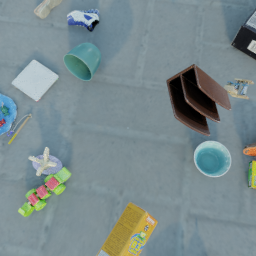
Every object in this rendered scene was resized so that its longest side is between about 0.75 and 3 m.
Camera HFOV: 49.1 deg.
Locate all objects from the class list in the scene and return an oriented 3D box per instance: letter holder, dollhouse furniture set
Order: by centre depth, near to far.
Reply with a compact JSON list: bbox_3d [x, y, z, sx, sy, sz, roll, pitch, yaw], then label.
[{"bbox_3d":[2.228,-0.715,8.408,1.008,2.004,1.424,-28,55,36],"label":"letter holder"},{"bbox_3d":[3.753,-1.407,9.463,0.605,0.863,0.608,18,91,42],"label":"dollhouse furniture set"}]

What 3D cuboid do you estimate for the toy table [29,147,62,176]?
[{"bbox_3d":[-3.096,1.308,10.505,1.147,0.672,1.055,2,71,2],"label":"toy table"}]

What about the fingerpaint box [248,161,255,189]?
[{"bbox_3d":[4.989,1.809,10.484,0.837,0.368,1.004,9,72,4],"label":"fingerpaint box"}]

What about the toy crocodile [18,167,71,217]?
[{"bbox_3d":[-3.004,2.289,10.155,2.198,0.679,0.742,-40,75,-13],"label":"toy crocodile"}]

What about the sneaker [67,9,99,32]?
[{"bbox_3d":[-1.965,-4.816,12.661,1.519,0.614,0.877,-13,69,-6],"label":"sneaker"}]

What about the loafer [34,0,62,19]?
[{"bbox_3d":[-3.686,-5.901,13.064,0.555,0.635,1.767,32,77,18],"label":"loafer"}]

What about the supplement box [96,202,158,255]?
[{"bbox_3d":[-0.130,3.135,7.402,0.749,0.724,2.176,13,64,46],"label":"supplement box"}]

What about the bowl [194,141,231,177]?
[{"bbox_3d":[3.083,1.224,10.510,1.350,0.706,1.350,0,70,1],"label":"bowl"}]

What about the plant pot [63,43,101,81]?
[{"bbox_3d":[-1.766,-2.845,11.632,1.397,1.397,1.121,30,63,10],"label":"plant pot"}]

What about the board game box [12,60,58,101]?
[{"bbox_3d":[-3.924,-2.016,11.913,1.432,0.185,1.431,34,74,11],"label":"board game box"}]

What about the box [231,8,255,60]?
[{"bbox_3d":[6.185,-4.092,11.955,2.353,1.450,2.334,37,75,12],"label":"box"}]

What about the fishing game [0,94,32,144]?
[{"bbox_3d":[-5.551,-0.540,11.284,2.880,0.448,2.062,32,71,11],"label":"fishing game"}]

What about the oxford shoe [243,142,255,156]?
[{"bbox_3d":[5.247,0.604,10.840,1.861,0.663,0.678,-9,55,-10],"label":"oxford shoe"}]
